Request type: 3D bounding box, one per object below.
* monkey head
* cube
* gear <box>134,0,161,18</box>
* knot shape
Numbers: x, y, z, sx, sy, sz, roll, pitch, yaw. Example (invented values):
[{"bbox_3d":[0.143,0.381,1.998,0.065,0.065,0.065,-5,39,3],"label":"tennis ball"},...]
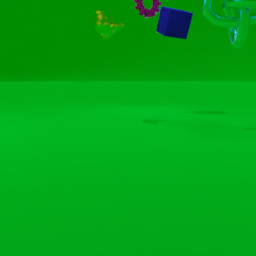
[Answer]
[{"bbox_3d":[-0.602,-3.159,8.417,0.856,0.717,1.189,-24,44,0],"label":"monkey head"},{"bbox_3d":[1.729,-3.967,10.571,0.938,0.938,0.938,2,28,-18],"label":"cube"},{"bbox_3d":[0.742,-4.744,10.539,1.096,1.096,0.203,-6,14,-29],"label":"gear"},{"bbox_3d":[2.517,-2.864,6.771,0.769,1.558,1.665,-41,-9,-13],"label":"knot shape"}]
